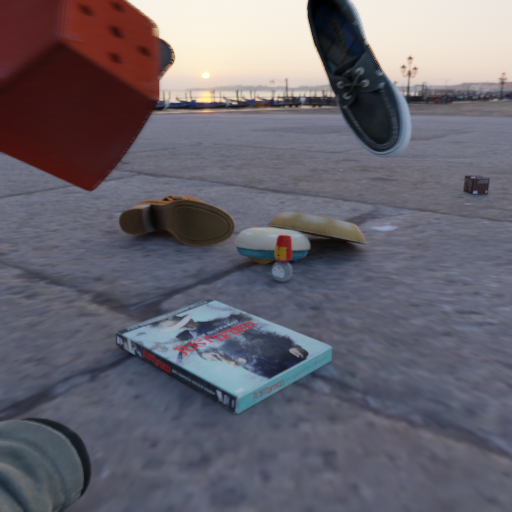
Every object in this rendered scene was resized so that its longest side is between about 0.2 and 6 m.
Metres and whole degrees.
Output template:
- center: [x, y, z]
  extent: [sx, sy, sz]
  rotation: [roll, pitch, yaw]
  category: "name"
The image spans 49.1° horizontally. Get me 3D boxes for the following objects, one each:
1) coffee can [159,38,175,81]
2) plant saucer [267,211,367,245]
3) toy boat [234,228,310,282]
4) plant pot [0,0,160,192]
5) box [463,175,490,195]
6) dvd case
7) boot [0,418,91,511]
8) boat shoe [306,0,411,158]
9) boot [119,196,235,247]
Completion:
- center: [-2.066, -3.752, 10.981]
  extent: [0.668, 0.668, 0.913]
  rotation: [-11, -6, -32]
  category: "coffee can"
- center: [0.988, -0.468, 8.948]
  extent: [1.621, 0.287, 1.621]
  rotation: [11, 2, 0]
  category: "plant saucer"
- center: [0.269, -0.048, 8.106]
  extent: [1.137, 0.628, 1.352]
  rotation: [2, 9, -9]
  category: "toy boat"
- center: [-2.308, -2.349, 7.096]
  extent: [1.785, 2.023, 2.025]
  rotation: [-23, -31, 33]
  category: "plant pot"
- center: [5.360, -1.726, 13.640]
  extent: [0.405, 0.401, 0.488]
  rotation: [-3, 18, -9]
  category: "box"
- center: [-0.352, 0.898, 5.568]
  extent: [1.795, 0.198, 1.311]
  rotation: [15, 23, 42]
  category: "dvd case"
- center: [-2.669, 1.465, 2.707]
  extent: [3.286, 1.113, 2.147]
  rotation: [6, 11, -1]
  category: "boot"
- center: [0.979, -1.864, 5.733]
  extent: [0.642, 1.871, 0.530]
  rotation: [-27, -9, 30]
  category: "boat shoe"
- center: [-1.200, -0.687, 9.977]
  extent: [2.076, 0.796, 1.612]
  rotation: [-3, 12, 16]
  category: "boot"
